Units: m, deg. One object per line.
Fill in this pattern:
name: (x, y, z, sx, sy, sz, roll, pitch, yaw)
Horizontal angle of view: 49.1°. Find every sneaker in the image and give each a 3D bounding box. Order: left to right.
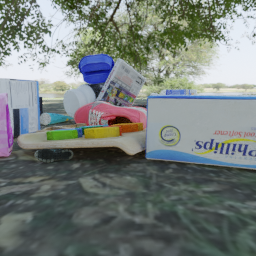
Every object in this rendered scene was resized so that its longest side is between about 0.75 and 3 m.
sneaker: (-1.548, 0.579, 5.835, 0.773, 0.292, 0.306, 5, -7, -24)
sneaker: (-0.726, -0.370, 9.618, 2.991, 1.102, 1.297, 4, 9, 23)

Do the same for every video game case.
video game case: (-0.277, -1.691, 12.783, 0.282, 2.235, 2.452, 30, 5, 30)

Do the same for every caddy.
caddy: (-1.352, -2.589, 12.162, 1.591, 1.125, 0.835, -6, 43, -1)

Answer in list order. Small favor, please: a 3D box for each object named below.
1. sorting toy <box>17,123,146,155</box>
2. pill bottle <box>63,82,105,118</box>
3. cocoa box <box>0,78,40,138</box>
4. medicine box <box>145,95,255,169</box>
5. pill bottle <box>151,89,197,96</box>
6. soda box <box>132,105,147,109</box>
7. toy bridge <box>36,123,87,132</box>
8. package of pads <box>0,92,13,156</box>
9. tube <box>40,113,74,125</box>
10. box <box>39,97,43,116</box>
sorting toy: (-0.771, 0.160, 6.967, 2.850, 0.520, 2.638, 2, 5, 23)
pill bottle: (-1.567, -1.350, 13.086, 1.537, 1.537, 2.641, 7, 19, 43)
cocoa box: (-4.527, -0.692, 9.170, 2.746, 1.831, 1.802, 3, 8, 21)
medicine box: (1.930, -0.078, 6.387, 2.401, 1.357, 2.636, 3, 7, 22)
pill bottle: (2.739, -1.556, 16.887, 2.723, 1.526, 1.526, 2, 8, 11)
soda box: (0.812, -1.032, 16.286, 2.022, 0.640, 0.715, 2, 7, 7)
toy bridge: (-2.225, 0.084, 9.248, 0.724, 0.293, 2.154, 3, 8, 26)
package of pads: (-3.745, -0.050, 6.015, 2.330, 1.404, 0.881, -3, 8, -15)
tube: (-3.243, -0.449, 12.740, 0.787, 0.512, 2.034, 11, 6, 13)
box: (-5.943, -1.124, 14.982, 1.944, 1.160, 1.976, 3, 8, 19)
